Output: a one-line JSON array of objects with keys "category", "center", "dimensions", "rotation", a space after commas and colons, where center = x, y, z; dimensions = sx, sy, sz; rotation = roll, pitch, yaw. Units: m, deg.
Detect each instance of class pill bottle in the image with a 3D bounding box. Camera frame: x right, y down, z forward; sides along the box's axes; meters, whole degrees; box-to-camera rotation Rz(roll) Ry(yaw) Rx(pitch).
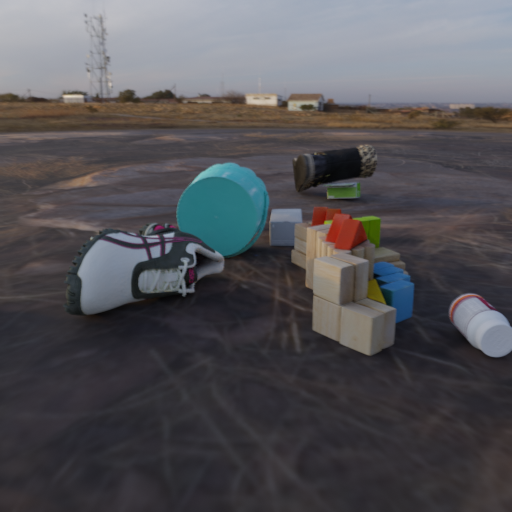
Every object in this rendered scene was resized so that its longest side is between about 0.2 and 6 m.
[{"category": "pill bottle", "center": [2.710, 0.829, 6.724], "dimensions": [0.498, 0.498, 0.910], "rotation": [0, 16, -2]}]

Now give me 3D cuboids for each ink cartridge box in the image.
[{"category": "ink cartridge box", "center": [2.387, -1.816, 15.689], "dimensions": [0.850, 0.435, 1.150], "rotation": [1, 11, 21]}]

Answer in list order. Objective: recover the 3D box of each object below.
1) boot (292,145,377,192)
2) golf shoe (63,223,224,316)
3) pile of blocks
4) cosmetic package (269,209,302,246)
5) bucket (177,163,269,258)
[{"category": "boot", "center": [2.189, -2.559, 16.294], "dimensions": [2.137, 1.038, 2.838], "rotation": [-9, -1, -2]}, {"category": "golf shoe", "center": [-1.553, 0.157, 8.136], "dimensions": [1.248, 1.094, 2.834], "rotation": [15, 22, 21]}, {"category": "pile of blocks", "center": [1.526, -0.043, 8.288], "dimensions": [1.725, 1.306, 4.203], "rotation": [0, 17, -1]}, {"category": "cosmetic package", "center": [0.627, -0.608, 11.643], "dimensions": [0.677, 0.572, 1.268], "rotation": [1, 19, 5]}, {"category": "bucket", "center": [-0.631, -0.837, 10.489], "dimensions": [1.740, 1.740, 1.132], "rotation": [2, 18, 7]}]
